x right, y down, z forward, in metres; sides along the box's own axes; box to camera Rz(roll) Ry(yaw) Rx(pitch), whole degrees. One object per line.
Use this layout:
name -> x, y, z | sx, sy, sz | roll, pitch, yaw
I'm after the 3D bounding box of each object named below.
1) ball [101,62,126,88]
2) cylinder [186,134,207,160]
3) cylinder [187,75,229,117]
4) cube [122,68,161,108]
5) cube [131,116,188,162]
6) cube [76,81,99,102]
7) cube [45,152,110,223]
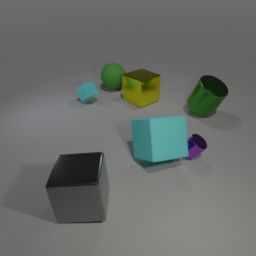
ball -> -0.802, -2.889, 15.415 | 1.400, 1.400, 1.400 | 0, 31, 0
cylinder -> 2.390, 0.682, 10.193 | 0.700, 0.700, 0.700 | 22, 41, -20
cylinder -> 3.620, -1.453, 12.853 | 1.400, 1.400, 1.400 | 11, 48, -13
cube -> 0.677, -2.071, 14.287 | 1.400, 1.400, 1.400 | -24, 38, -34
cube -> 1.076, 0.332, 9.709 | 1.400, 1.400, 1.400 | -6, 3, -25
cube -> -2.040, -1.838, 14.090 | 0.700, 0.700, 0.700 | -24, 2, 43
cube -> -1.346, 1.670, 7.978 | 1.400, 1.400, 1.400 | -4, 31, 4
